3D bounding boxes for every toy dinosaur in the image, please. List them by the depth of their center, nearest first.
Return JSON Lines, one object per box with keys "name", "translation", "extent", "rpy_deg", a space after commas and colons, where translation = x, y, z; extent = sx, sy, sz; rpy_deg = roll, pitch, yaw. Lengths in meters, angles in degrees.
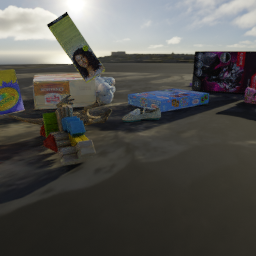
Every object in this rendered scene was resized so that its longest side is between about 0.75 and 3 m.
{"name": "toy dinosaur", "translation": [-1.374, -0.184, 6.429], "extent": [2.464, 0.717, 1.246], "rpy_deg": [-3, -16, -25]}

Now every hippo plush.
{"name": "hippo plush", "translation": [-0.814, -1.483, 10.381], "extent": [1.044, 1.311, 1.054], "rpy_deg": [-20, 33, -19]}

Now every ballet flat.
{"name": "ballet flat", "translation": [0.380, -0.404, 7.885], "extent": [1.152, 0.359, 0.389], "rpy_deg": [-6, 16, -20]}

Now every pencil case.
{"name": "pencil case", "translation": [4.891, -1.102, 9.979], "extent": [0.622, 0.595, 1.438], "rpy_deg": [-10, 19, -41]}

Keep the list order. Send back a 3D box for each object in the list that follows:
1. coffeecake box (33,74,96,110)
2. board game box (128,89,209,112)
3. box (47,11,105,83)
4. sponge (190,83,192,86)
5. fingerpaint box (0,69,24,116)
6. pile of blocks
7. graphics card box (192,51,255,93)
{"name": "coffeecake box", "translation": [-2.446, -1.452, 10.514], "extent": [2.055, 0.978, 2.677], "rpy_deg": [-5, 16, -16]}
{"name": "board game box", "translation": [1.447, -1.051, 10.084], "extent": [2.339, 0.428, 1.770], "rpy_deg": [-11, 19, -34]}
{"name": "box", "translation": [-1.355, -2.103, 7.426], "extent": [0.664, 1.763, 0.442], "rpy_deg": [-36, 8, -3]}
{"name": "sponge", "translation": [4.025, -2.474, 15.826], "extent": [0.957, 0.143, 0.534], "rpy_deg": [-6, 16, -23]}
{"name": "fingerpaint box", "translation": [-4.200, -0.470, 5.894], "extent": [2.414, 1.061, 2.893], "rpy_deg": [-5, 11, 31]}
{"name": "pile of blocks", "translation": [-1.306, 0.063, 5.262], "extent": [0.648, 0.856, 2.084], "rpy_deg": [-8, 18, -28]}
{"name": "graphics card box", "translation": [4.555, -2.612, 13.019], "extent": [2.983, 1.871, 0.759], "rpy_deg": [9, 13, 26]}
